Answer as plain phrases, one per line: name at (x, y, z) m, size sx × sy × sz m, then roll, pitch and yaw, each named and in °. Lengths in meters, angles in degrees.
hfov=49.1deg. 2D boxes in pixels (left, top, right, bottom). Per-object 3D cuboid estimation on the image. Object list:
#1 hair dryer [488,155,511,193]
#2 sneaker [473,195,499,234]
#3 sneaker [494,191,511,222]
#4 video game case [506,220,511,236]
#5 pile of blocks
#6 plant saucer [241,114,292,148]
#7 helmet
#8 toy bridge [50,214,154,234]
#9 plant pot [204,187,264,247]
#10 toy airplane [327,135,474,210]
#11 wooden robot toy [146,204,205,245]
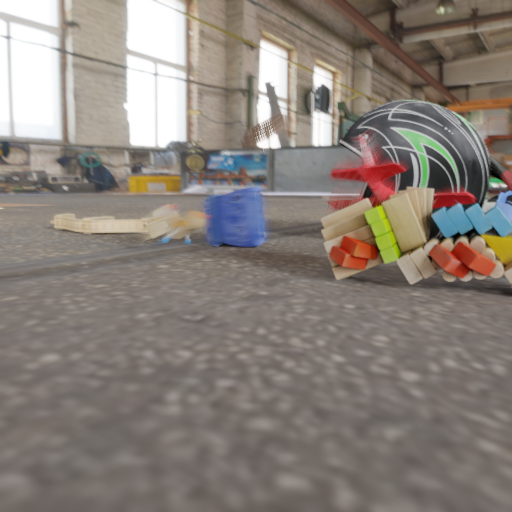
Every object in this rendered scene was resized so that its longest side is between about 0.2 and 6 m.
hair dryer at (6.391, -1.252, 13.338) m, size 2.215 × 0.790 × 2.908 m, roll 26°, pitch 20°, yaw -33°
sneaker at (5.798, -0.992, 13.371) m, size 1.009 × 0.844 × 2.279 m, roll -32°, pitch 26°, yaw -14°
sneaker at (5.246, -0.632, 10.750) m, size 1.237 × 1.114 × 3.176 m, roll 17°, pitch 24°, yaw 27°
video game case at (4.028, -0.120, 7.593) m, size 1.386 × 0.164 × 1.262 m, roll 18°, pitch -13°, yaw 10°
pile of blocks at (2.291, -0.209, 7.157) m, size 3.187 × 1.308 × 0.990 m, roll 3°, pitch 9°, yaw 21°
plant saucer at (0.199, -2.892, 12.795) m, size 1.322 × 0.212 × 1.322 m, roll -27°, pitch 24°, yaw 13°
helmet at (3.479, -1.883, 12.502) m, size 3.234 × 3.083 × 3.234 m, roll 0°, pitch 8°, yaw 0°
toy bridge at (-4.070, -0.804, 14.417) m, size 3.136 × 0.427 × 1.054 m, roll 4°, pitch 9°, yaw 23°
plant pot at (-0.456, -0.801, 11.817) m, size 1.099 × 1.222 × 1.222 m, roll -4°, pitch 8°, yaw 9°
toy airplane at (1.860, -0.855, 7.873) m, size 2.206 × 0.406 × 2.206 m, roll 15°, pitch -24°, yaw 7°
wooden robot toy at (-1.456, -0.747, 11.204) m, size 0.829 × 0.805 × 1.828 m, roll -22°, pitch -7°, yaw 18°
